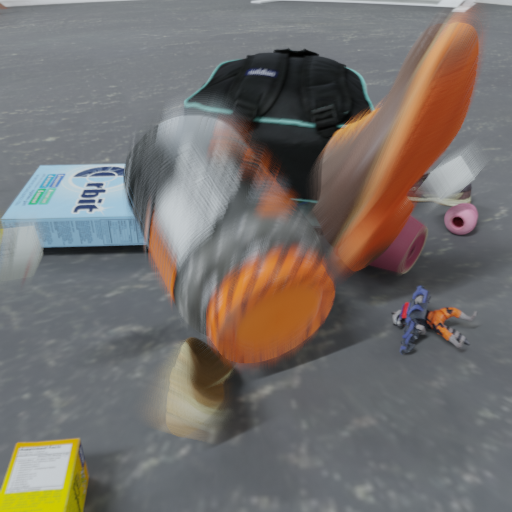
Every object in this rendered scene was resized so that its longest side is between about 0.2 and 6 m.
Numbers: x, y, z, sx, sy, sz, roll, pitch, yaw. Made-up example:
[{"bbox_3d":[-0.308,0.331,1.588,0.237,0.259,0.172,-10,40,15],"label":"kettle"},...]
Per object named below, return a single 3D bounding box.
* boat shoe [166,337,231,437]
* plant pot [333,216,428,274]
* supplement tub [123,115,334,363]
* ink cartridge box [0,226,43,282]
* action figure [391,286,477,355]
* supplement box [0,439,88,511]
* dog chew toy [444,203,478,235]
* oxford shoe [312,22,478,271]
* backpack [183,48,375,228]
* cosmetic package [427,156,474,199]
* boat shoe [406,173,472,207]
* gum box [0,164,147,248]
[{"bbox_3d":[-0.687,1.367,6.085,0.625,0.565,1.753,35,6,-2],"label":"boat shoe"},{"bbox_3d":[1.932,-0.306,8.493,1.075,1.201,1.201,29,41,28],"label":"plant pot"},{"bbox_3d":[-0.396,-0.277,6.872,1.822,1.822,2.974,-14,48,-22],"label":"supplement tub"},{"bbox_3d":[-2.468,0.014,5.228,0.766,0.558,0.317,-10,70,-38],"label":"ink cartridge box"},{"bbox_3d":[2.209,0.955,7.237,0.999,0.540,1.033,14,59,33],"label":"action figure"},{"bbox_3d":[-1.874,2.224,4.895,0.584,0.588,1.073,-2,32,-5],"label":"supplement box"},{"bbox_3d":[3.612,-0.690,9.758,0.523,0.523,0.840,19,29,27],"label":"dog chew toy"},{"bbox_3d":[1.323,-1.201,6.346,1.184,3.321,1.211,-26,62,-31],"label":"oxford shoe"},{"bbox_3d":[0.477,-2.211,10.044,3.126,2.726,3.556,3,41,5],"label":"backpack"},{"bbox_3d":[3.133,-1.253,9.031,0.537,0.449,0.447,-28,-8,8],"label":"cosmetic package"},{"bbox_3d":[3.297,-1.328,10.739,1.615,0.523,0.581,12,33,19],"label":"boat shoe"},{"bbox_3d":[-2.689,-0.936,9.647,2.569,0.572,2.182,-1,31,-2],"label":"gum box"}]
